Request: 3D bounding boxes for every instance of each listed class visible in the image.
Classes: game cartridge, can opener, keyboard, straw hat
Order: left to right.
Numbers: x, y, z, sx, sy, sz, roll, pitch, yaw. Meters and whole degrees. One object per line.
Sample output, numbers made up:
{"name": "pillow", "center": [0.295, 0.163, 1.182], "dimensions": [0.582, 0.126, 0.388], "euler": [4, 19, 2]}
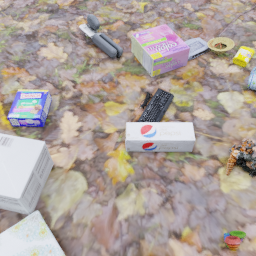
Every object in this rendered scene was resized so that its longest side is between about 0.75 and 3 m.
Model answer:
{"name": "can opener", "center": [-1.336, -4.424, 13.522], "dimensions": [0.768, 0.970, 2.918], "euler": [-24, 60, -34]}
{"name": "keyboard", "center": [1.003, -0.901, 11.169], "dimensions": [1.102, 0.419, 2.117], "euler": [22, 55, 16]}
{"name": "game cartridge", "center": [3.101, -3.832, 13.497], "dimensions": [1.561, 0.319, 1.039], "euler": [-28, 61, -20]}
{"name": "straw hat", "center": [4.379, -3.785, 13.312], "dimensions": [1.222, 0.517, 1.222], "euler": [-5, 48, 5]}

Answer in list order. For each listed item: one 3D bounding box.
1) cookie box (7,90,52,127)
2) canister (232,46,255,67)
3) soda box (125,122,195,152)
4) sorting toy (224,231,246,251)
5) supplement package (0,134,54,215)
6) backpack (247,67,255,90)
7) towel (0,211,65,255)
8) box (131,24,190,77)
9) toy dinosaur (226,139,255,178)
{"name": "cookie box", "center": [-3.814, -0.803, 10.980], "dimensions": [1.278, 0.561, 1.493], "euler": [1, 52, 3]}
{"name": "canister", "center": [5.357, -3.309, 13.014], "dimensions": [0.708, 0.413, 0.954], "euler": [29, 59, 20]}
{"name": "soda box", "center": [1.106, 0.329, 9.991], "dimensions": [2.397, 0.763, 0.816], "euler": [0, 52, 0]}
{"name": "sorting toy", "center": [3.014, 3.223, 7.957], "dimensions": [0.545, 0.907, 0.372], "euler": [-6, 87, 39]}
{"name": "supplement package", "center": [-3.961, 1.349, 8.796], "dimensions": [2.504, 1.388, 1.950], "euler": [10, 54, 6]}
{"name": "backpack", "center": [5.490, -2.083, 11.849], "dimensions": [0.855, 0.908, 1.113], "euler": [2, 59, 13]}
{"name": "towel", "center": [-2.792, 3.579, 7.688], "dimensions": [1.779, 0.500, 2.078], "euler": [-30, 58, -24]}
{"name": "box", "center": [1.425, -3.590, 12.837], "dimensions": [1.851, 1.017, 2.104], "euler": [-21, 56, -15]}
{"name": "toy dinosaur", "center": [3.917, 1.081, 9.559], "dimensions": [1.189, 0.895, 1.753], "euler": [30, 76, 38]}
